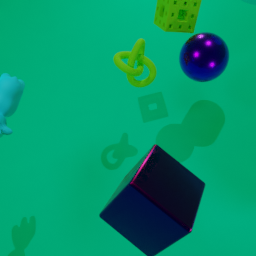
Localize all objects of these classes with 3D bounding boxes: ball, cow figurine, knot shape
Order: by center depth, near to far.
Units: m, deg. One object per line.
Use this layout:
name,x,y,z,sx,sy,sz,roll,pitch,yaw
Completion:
cow figurine,-1.932,-0.339,4.310,0.531,0.952,0.967,25,101,-26
knot shape,0.204,-1.490,6.194,0.486,1.052,0.985,-1,69,48
ball,1.708,-1.589,6.325,1.096,1.096,1.096,0,64,0

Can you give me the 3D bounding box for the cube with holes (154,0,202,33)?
cube with holes,1.161,-2.790,6.730,0.765,0.765,0.765,-3,35,-17

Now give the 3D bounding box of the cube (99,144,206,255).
cube,0.370,1.057,4.127,0.989,0.989,0.989,39,38,2

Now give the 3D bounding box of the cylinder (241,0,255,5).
cylinder,2.799,-3.264,5.762,1.079,1.079,1.079,25,101,12
